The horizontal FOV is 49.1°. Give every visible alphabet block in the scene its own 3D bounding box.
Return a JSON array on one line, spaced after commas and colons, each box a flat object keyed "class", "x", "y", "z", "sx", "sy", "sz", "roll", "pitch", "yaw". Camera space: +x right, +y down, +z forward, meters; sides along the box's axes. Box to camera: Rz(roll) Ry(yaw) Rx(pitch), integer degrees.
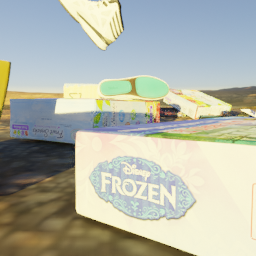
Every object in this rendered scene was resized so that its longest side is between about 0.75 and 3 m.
[{"class": "alphabet block", "x": -1.908, "y": -1.033, "z": 11.573, "sx": 1.466, "sy": 1.501, "sz": 1.474, "roll": 0, "pitch": 5, "yaw": -13}]

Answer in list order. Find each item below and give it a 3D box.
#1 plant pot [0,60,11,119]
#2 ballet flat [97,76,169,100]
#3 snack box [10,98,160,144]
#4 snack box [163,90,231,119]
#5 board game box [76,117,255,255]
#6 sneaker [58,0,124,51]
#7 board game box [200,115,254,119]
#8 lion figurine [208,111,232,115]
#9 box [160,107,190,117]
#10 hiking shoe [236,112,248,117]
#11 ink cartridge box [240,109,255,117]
[{"class": "plant pot", "x": -2.239, "y": -0.171, "z": 3.067, "sx": 1.346, "sy": 1.187, "sz": 1.345, "roll": 2, "pitch": 5, "yaw": 29}, {"class": "ballet flat", "x": 0.098, "y": -0.825, "z": 5.983, "sx": 1.530, "sy": 0.531, "sz": 0.531, "roll": -2, "pitch": 5, "yaw": -12}, {"class": "snack box", "x": -0.745, "y": -0.201, "z": 5.647, "sx": 2.008, "sy": 0.806, "sz": 2.381, "roll": 4, "pitch": 4, "yaw": 31}, {"class": "snack box", "x": 3.438, "y": -1.265, "z": 14.302, "sx": 2.067, "sy": 0.770, "sz": 2.906, "roll": -1, "pitch": 23, "yaw": -25}, {"class": "board game box", "x": 1.527, "y": 0.245, "z": 1.856, "sx": 2.657, "sy": 0.548, "sz": 2.663, "roll": 4, "pitch": 6, "yaw": 38}, {"class": "sneaker", "x": -0.945, "y": -3.384, "z": 7.752, "sx": 1.268, "sy": 2.203, "sz": 0.832, "roll": -38, "pitch": 18, "yaw": 16}, {"class": "board game box", "x": 3.688, "y": -0.320, "z": 10.372, "sx": 1.975, "sy": 0.278, "sz": 1.336, "roll": 1, "pitch": 5, "yaw": 12}, {"class": "lion figurine", "x": 4.028, "y": -0.491, "z": 12.420, "sx": 1.065, "sy": 0.386, "sz": 0.652, "roll": -13, "pitch": 10, "yaw": 11}, {"class": "box", "x": 2.589, "y": -0.953, "z": 16.399, "sx": 1.924, "sy": 0.531, "sz": 2.818, "roll": -5, "pitch": 7, "yaw": -44}, {"class": "hiking shoe", "x": 2.364, "y": -0.074, "z": 5.924, "sx": 0.390, "sy": 0.518, "sz": 1.029, "roll": 2, "pitch": 5, "yaw": 23}, {"class": "ink cartridge box", "x": 3.175, "y": -0.298, "z": 5.701, "sx": 1.484, "sy": 0.500, "sz": 0.869, "roll": 29, "pitch": 20, "yaw": 30}]
